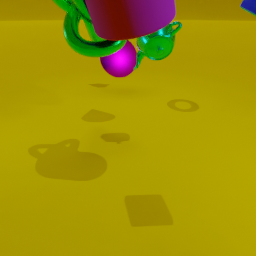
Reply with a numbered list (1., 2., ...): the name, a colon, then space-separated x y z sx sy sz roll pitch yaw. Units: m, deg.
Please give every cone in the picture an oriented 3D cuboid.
1. cone: -0.466 -2.034 8.397 1.144 1.144 1.149 -10 8 -22

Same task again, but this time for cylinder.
1. cylinder: -0.031 -2.021 3.804 1.223 1.223 1.223 -10 39 8

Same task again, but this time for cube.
1. cube: 1.604 -1.219 2.482 0.703 0.703 0.703 13 33 -17

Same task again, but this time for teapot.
1. teapot: 0.585 -1.770 5.947 0.845 1.360 0.666 29 38 -37

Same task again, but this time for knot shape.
1. knot shape: -0.605 -1.768 4.676 1.584 0.732 1.482 16 46 -51
